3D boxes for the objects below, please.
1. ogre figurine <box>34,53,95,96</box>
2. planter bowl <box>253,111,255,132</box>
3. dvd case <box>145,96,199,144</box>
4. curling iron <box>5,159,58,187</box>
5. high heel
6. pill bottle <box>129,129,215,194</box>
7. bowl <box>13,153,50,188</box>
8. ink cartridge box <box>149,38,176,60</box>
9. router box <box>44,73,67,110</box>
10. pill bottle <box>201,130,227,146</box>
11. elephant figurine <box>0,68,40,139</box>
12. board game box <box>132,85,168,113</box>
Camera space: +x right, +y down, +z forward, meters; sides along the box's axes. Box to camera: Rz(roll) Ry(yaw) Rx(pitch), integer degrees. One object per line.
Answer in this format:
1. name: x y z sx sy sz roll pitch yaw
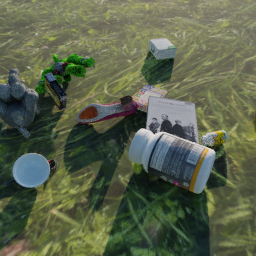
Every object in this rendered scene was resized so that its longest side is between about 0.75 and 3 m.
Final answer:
1. ogre figurine: -3.124 -2.769 13.593 2.994 1.469 1.795 -44 38 11
2. planter bowl: 6.233 -0.078 10.217 2.891 1.204 2.891 -18 52 24
3. dvd case: 1.738 -0.249 11.186 2.042 0.336 2.717 10 42 0
4. curling iron: -3.221 1.506 9.413 1.821 0.233 0.451 -21 44 -24
5. high heel: -0.848 -0.583 11.914 2.586 1.243 0.872 -15 68 7
6. pill bottle: 1.394 0.981 9.094 2.526 1.470 1.470 20 43 24
7. bowl: -3.141 1.444 9.122 1.140 0.512 1.140 8 60 -15
8. ink cartridge box: 2.037 -4.747 16.748 1.141 0.687 1.570 -10 41 -13
9. router box: -3.158 -1.567 12.196 0.346 1.042 1.325 -29 71 -27
10. pill bottle: 3.233 0.404 10.558 0.888 0.501 0.501 -10 40 -12
11. elephant figurine: -4.490 -1.143 11.629 1.906 2.090 2.694 27 5 -20
12. board game box: 0.944 -1.345 12.810 1.200 0.367 1.584 23 45 26
